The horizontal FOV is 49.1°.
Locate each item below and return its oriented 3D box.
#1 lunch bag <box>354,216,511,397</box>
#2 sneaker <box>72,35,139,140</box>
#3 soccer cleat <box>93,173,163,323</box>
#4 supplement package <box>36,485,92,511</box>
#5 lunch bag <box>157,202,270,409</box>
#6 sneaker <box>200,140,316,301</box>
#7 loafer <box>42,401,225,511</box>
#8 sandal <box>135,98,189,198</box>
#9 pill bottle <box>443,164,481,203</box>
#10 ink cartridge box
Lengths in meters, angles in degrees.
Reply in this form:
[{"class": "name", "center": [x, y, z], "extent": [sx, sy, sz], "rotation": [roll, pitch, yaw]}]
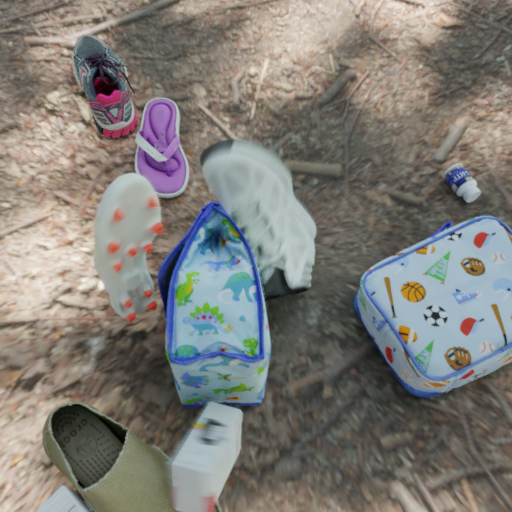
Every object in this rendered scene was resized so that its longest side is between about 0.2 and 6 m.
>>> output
[{"class": "lunch bag", "center": [3.391, 0.733, 9.489], "extent": [3.126, 1.181, 2.505], "rotation": [-23, 60, -12]}, {"class": "sneaker", "center": [-3.324, -3.942, 12.292], "extent": [1.171, 1.084, 2.904], "rotation": [-22, 61, -12]}, {"class": "soccer cleat", "center": [-1.985, -0.156, 8.165], "extent": [0.982, 2.835, 1.099], "rotation": [-25, 57, -29]}, {"class": "supplement package", "center": [-2.496, 3.951, 7.803], "extent": [1.213, 0.736, 0.727], "rotation": [38, 66, 20]}, {"class": "lunch bag", "center": [-0.641, 0.813, 8.803], "extent": [1.669, 2.228, 2.620], "rotation": [0, 60, -3]}, {"class": "sneaker", "center": [0.190, -0.386, 8.988], "extent": [1.160, 3.075, 1.769], "rotation": [-21, 49, 24]}, {"class": "loafer", "center": [-1.835, 3.263, 7.963], "extent": [3.423, 1.154, 1.302], "rotation": [28, 63, 16]}, {"class": "sandal", "center": [-2.033, -2.358, 11.595], "extent": [1.084, 0.655, 2.664], "rotation": [-9, 60, -5]}, {"class": "pill bottle", "center": [4.123, -1.441, 11.182], "extent": [0.440, 0.440, 0.735], "rotation": [-22, 62, -13]}, {"class": "ink cartridge box", "center": [-0.654, 2.788, 7.727], "extent": [0.513, 0.903, 1.239], "rotation": [11, 29, 15]}]
